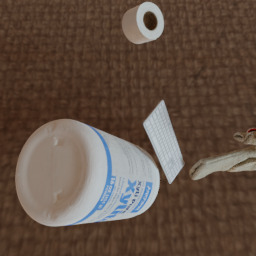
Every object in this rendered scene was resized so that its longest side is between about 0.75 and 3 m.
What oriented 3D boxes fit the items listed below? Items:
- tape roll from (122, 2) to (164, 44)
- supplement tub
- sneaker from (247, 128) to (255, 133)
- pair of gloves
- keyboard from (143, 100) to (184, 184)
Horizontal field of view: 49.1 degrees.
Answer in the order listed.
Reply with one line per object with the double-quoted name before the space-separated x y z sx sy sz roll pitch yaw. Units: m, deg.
"tape roll" 0.369 -2.579 6.927 0.879 0.603 0.879 -4 96 -36
"supplement tub" -0.518 0.796 4.650 1.485 2.250 1.485 -7 74 27
"sneaker" 3.410 0.301 6.794 1.062 0.569 0.355 26 95 34
"pair of gloves" 2.732 0.316 5.333 2.423 2.850 0.500 -9 64 -23
"keyboard" 0.689 0.337 5.014 0.103 1.933 0.544 17 60 35
